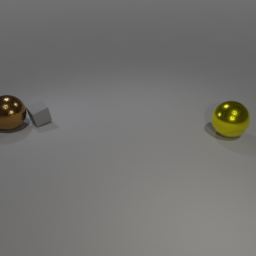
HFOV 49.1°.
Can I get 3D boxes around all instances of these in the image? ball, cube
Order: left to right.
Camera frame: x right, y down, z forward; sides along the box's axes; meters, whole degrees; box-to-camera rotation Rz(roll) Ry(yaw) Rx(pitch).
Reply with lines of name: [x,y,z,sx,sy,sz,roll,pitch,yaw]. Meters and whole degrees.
ball: [-4.781,-0.614,11.145,1.400,1.400,1.400,0,29,0]
cube: [-3.693,-0.606,11.619,0.700,0.700,0.700,-30,49,-25]
ball: [3.896,-0.343,10.652,1.400,1.400,1.400,0,29,0]
